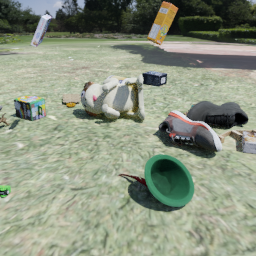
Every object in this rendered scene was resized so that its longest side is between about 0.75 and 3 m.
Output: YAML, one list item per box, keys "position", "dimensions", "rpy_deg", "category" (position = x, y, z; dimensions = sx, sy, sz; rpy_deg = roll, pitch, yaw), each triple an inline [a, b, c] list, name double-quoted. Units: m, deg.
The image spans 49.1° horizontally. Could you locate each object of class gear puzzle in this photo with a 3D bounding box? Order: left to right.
- position: [-2.961, -1.422, 14.781]
  dimensions: [0.966, 0.244, 1.864]
  rpy_deg: [-3, 25, -12]
  category: "gear puzzle"

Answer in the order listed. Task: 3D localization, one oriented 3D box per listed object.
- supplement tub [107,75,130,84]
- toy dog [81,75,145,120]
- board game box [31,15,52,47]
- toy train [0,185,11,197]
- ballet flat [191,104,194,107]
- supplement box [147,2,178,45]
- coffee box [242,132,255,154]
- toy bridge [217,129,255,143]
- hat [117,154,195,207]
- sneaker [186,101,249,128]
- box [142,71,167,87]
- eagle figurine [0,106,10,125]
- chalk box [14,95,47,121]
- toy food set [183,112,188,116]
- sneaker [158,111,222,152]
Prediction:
- position: [-0.330, -2.107, 15.040]
  dimensions: [1.718, 1.240, 1.240]
  rpy_deg: [18, 28, 38]
  category: "supplement tub"
- position: [-0.738, -1.442, 12.638]
  dimensions: [2.786, 1.944, 2.701]
  rpy_deg: [-3, 18, -2]
  category: "toy dog"
- position: [-2.891, -3.263, 9.369]
  dimensions: [0.201, 0.975, 0.973]
  rpy_deg: [24, 22, -16]
  category: "board game box"
- position: [-3.675, 1.613, 7.285]
  dimensions: [1.261, 0.263, 0.356]
  rpy_deg: [1, 12, 4]
  category: "toy train"
- position: [3.681, -0.903, 13.320]
  dimensions: [1.339, 0.454, 0.484]
  rpy_deg: [8, 4, 28]
  category: "ballet flat"
- position: [1.219, -3.707, 9.997]
  dimensions: [0.463, 1.392, 0.479]
  rpy_deg: [7, 24, -49]
  category: "supplement box"
- position: [4.313, 0.507, 9.766]
  dimensions: [0.573, 0.399, 1.002]
  rpy_deg: [7, 23, 17]
  category: "coffee box"
- position: [4.102, 0.257, 10.574]
  dimensions: [1.730, 0.235, 0.581]
  rpy_deg: [-8, 20, -15]
  category: "toy bridge"
- position: [0.775, 1.582, 7.506]
  dimensions: [1.356, 1.441, 1.637]
  rpy_deg: [-3, 55, -27]
  category: "hat"
- position: [3.725, -0.501, 11.559]
  dimensions: [2.685, 1.020, 1.219]
  rpy_deg: [-7, 30, -12]
  category: "sneaker"
- position: [1.764, -3.292, 18.631]
  dimensions: [1.368, 0.732, 1.015]
  rpy_deg: [16, 27, 34]
  category: "box"
- position: [-5.674, -0.343, 11.298]
  dimensions: [1.357, 1.029, 1.024]
  rpy_deg: [6, 43, 2]
  category: "eagle figurine"
- position: [-4.271, -0.887, 12.578]
  dimensions: [1.405, 0.877, 0.871]
  rpy_deg: [14, 26, 27]
  category: "chalk box"
- position: [2.778, -0.593, 12.820]
  dimensions: [0.527, 0.131, 0.829]
  rpy_deg: [4, 23, 10]
  category: "toy food set"
- position: [2.085, 0.327, 9.902]
  dimensions: [1.119, 1.053, 2.732]
  rpy_deg: [-37, 33, -13]
  category: "sneaker"
